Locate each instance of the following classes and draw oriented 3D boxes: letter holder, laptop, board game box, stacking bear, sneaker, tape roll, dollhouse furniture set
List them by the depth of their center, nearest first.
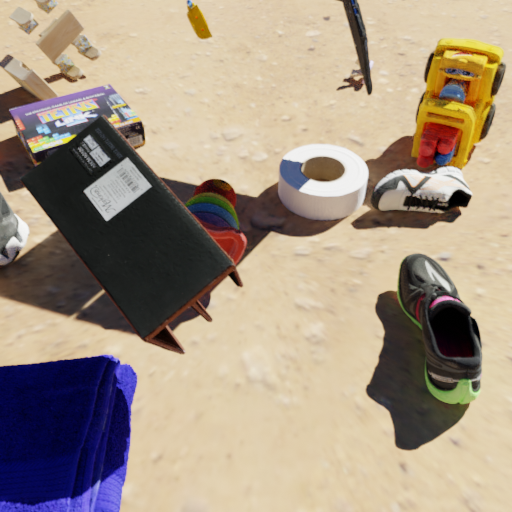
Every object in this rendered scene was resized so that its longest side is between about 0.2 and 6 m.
[{"bbox_3d":[-1.196,-0.128,6.052,1.091,1.543,2.170,-40,72,-6],"label":"letter holder"},{"bbox_3d":[2.542,0.775,7.524,0.915,0.999,2.385,-4,45,-4],"label":"sneaker"},{"bbox_3d":[-4.442,0.163,7.709,1.187,1.616,3.572,6,45,8],"label":"sneaker"},{"bbox_3d":[0.786,-4.011,8.858,1.434,2.462,2.778,-15,85,13],"label":"laptop"},{"bbox_3d":[-0.744,-0.581,8.915,1.160,1.086,1.910,18,34,-8],"label":"stacking bear"},{"bbox_3d":[2.875,-1.068,9.646,1.848,0.681,0.739,-11,47,-11],"label":"sneaker"},{"bbox_3d":[1.182,-1.344,10.003,1.586,0.555,1.586,-1,44,1],"label":"tape roll"},{"bbox_3d":[-3.573,-2.580,11.220,2.164,0.614,1.789,-24,50,-22],"label":"board game box"},{"bbox_3d":[-4.557,-4.529,12.475,1.259,1.777,1.934,35,82,32],"label":"dollhouse furniture set"}]

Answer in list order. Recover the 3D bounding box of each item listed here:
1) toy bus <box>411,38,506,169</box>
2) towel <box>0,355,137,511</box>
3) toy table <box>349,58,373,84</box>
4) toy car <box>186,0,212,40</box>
[{"bbox_3d":[3.539,-2.616,10.303,1.407,2.073,1.990,20,54,22],"label":"toy bus"},{"bbox_3d":[-2.516,2.267,5.727,2.359,0.791,3.194,-2,32,-4],"label":"towel"},{"bbox_3d":[2.456,-4.348,13.072,0.395,0.620,0.675,22,46,1],"label":"toy table"},{"bbox_3d":[-2.349,-4.770,9.839,1.573,3.208,1.067,-39,29,13],"label":"toy car"}]
